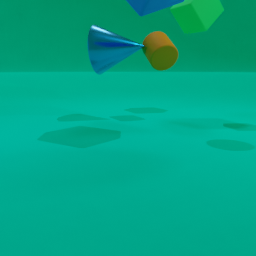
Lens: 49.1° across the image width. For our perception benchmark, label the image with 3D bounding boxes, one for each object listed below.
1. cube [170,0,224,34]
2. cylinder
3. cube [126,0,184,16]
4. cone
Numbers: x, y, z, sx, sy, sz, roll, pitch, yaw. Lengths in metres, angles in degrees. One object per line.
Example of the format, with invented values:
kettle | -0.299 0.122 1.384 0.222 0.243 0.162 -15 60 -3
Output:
cube | 2.289 -3.936 9.321 1.061 1.061 1.061 -50 30 -12
cylinder | 0.938 -2.277 8.294 0.849 0.849 0.849 -4 45 -18
cube | 0.518 -3.214 5.307 1.321 1.321 1.321 -31 -14 -29
cone | -0.224 -2.336 8.204 1.453 1.447 1.447 0 12 16
